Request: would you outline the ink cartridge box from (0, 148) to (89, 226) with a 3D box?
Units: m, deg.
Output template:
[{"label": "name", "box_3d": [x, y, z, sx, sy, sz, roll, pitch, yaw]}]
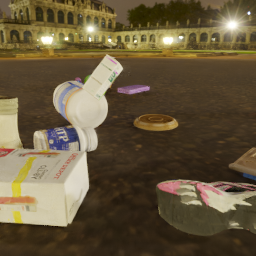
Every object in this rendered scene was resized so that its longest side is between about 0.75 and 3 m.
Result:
[{"label": "ink cartridge box", "box_3d": [-1.847, 1.001, 5.183, 1.961, 0.818, 1.424, 2, 18, 6]}]

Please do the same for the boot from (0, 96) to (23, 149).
[{"label": "boot", "box_3d": [-3.605, 0.090, 6.437, 2.330, 1.802, 0.840, 0, 18, -1]}]

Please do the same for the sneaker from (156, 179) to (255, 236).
[{"label": "sneaker", "box_3d": [1.508, 1.275, 4.709, 2.126, 0.854, 0.918, 9, 5, 7]}]

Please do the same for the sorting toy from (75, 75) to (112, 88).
[{"label": "sorting toy", "box_3d": [-2.078, -2.777, 17.643, 2.534, 0.879, 0.873, -4, 41, -19]}]

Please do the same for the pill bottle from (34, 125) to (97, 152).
[{"label": "pill bottle", "box_3d": [-1.561, 0.383, 7.102, 1.437, 0.860, 0.860, -11, 21, -31]}]

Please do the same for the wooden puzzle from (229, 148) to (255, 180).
[{"label": "wooden puzzle", "box_3d": [3.298, 0.949, 6.149, 1.623, 0.406, 1.752, 16, 19, 39]}]

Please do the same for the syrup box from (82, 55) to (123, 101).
[{"label": "syrup box", "box_3d": [-0.655, -1.313, 7.344, 0.445, 1.094, 0.431, 38, 1, 15]}]

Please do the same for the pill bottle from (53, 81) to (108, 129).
[{"label": "pill bottle", "box_3d": [-1.892, -0.942, 10.301, 1.450, 1.450, 2.588, -9, 20, -26]}]

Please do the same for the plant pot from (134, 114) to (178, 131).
[{"label": "plant pot", "box_3d": [1.006, -0.251, 10.176, 1.610, 0.221, 1.610, 0, 17, 0]}]

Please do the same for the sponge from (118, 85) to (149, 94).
[{"label": "sponge", "box_3d": [0.344, -2.305, 16.597, 0.996, 0.266, 1.785, 15, 23, 41]}]
